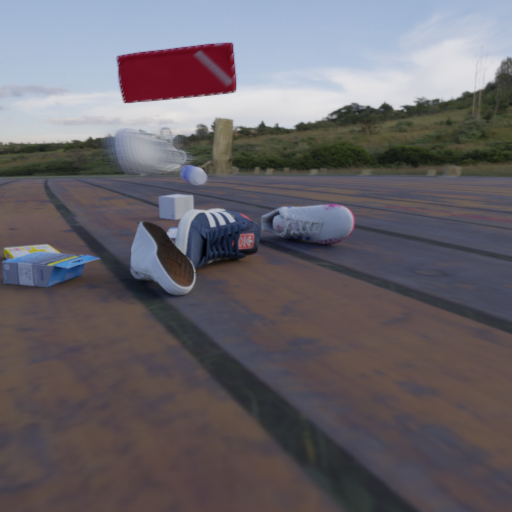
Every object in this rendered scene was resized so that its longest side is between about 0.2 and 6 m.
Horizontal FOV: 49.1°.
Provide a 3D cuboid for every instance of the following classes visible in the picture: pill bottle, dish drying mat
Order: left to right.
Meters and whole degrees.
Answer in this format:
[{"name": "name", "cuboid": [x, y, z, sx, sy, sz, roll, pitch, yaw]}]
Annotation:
[{"name": "dish drying mat", "cuboid": [-1.752, -3.912, 12.037, 2.727, 1.047, 0.248, 1, 19, 19]}, {"name": "pill bottle", "cuboid": [-1.253, -1.619, 11.290, 0.353, 0.353, 0.630, -6, 17, -29]}]

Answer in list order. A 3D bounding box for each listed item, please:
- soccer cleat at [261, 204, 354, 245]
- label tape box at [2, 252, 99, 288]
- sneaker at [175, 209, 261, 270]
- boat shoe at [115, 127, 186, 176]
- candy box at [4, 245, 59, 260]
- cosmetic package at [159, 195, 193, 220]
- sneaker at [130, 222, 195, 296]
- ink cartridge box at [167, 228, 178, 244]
[{"name": "soccer cleat", "cuboid": [1.066, -0.675, 12.545, 1.101, 0.891, 2.551, -6, 5, -32]}, {"name": "label tape box", "cuboid": [-3.246, 0.222, 8.940, 1.221, 0.404, 0.875, 6, 13, 18]}, {"name": "sneaker", "cuboid": [-0.592, -0.312, 10.217, 1.174, 1.042, 2.779, 12, 18, 11]}, {"name": "boat shoe", "cuboid": [-2.331, -2.427, 13.357, 1.272, 1.102, 2.983, -7, 0, 6]}, {"name": "candy box", "cuboid": [-4.156, 0.018, 10.473, 0.845, 0.218, 1.654, -9, 13, -29]}, {"name": "cosmetic package", "cuboid": [-2.468, -1.516, 17.347, 0.700, 0.696, 0.837, 8, 14, 36]}, {"name": "sneaker", "cuboid": [-1.506, 0.220, 8.725, 0.677, 0.787, 1.859, 18, 19, -34]}, {"name": "ink cartridge box", "cuboid": [-1.446, -0.273, 11.418, 0.751, 0.439, 1.294, 0, 11, -3]}]
